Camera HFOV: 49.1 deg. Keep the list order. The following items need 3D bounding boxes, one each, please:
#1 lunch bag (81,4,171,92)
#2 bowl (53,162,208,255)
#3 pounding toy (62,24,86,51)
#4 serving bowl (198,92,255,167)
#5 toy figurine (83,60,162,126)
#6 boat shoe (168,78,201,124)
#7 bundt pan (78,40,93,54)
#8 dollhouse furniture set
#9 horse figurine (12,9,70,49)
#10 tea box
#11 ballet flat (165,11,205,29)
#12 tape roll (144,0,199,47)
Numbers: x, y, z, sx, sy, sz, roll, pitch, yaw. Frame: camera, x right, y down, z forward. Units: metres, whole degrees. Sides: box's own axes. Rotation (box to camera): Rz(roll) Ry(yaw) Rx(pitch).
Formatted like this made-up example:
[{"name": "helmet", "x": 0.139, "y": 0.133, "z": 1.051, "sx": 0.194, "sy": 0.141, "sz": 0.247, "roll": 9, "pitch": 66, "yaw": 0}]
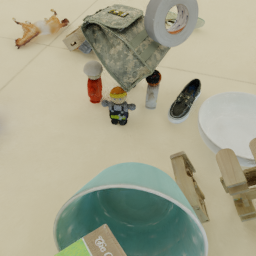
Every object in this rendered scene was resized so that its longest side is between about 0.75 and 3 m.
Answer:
[{"name": "lunch bag", "x": -0.076, "y": -2.498, "z": 7.942, "sx": 2.242, "sy": 1.318, "sz": 1.839, "roll": 46, "pitch": 42, "yaw": -11}, {"name": "bowl", "x": 0.093, "y": 1.733, "z": 5.453, "sx": 2.716, "sy": 2.716, "sz": 1.421, "roll": 6, "pitch": 30, "yaw": 5}, {"name": "pounding toy", "x": -2.117, "y": -3.876, "z": 11.944, "sx": 1.213, "sy": 0.632, "sz": 1.380, "roll": -14, "pitch": 34, "yaw": 39}, {"name": "serving bowl", "x": 3.248, "y": 0.104, "z": 7.976, "sx": 2.640, "sy": 0.868, "sz": 2.640, "roll": 0, "pitch": 47, "yaw": 0}, {"name": "toy figurine", "x": -0.133, "y": -1.408, "z": 8.974, "sx": 2.207, "sy": 1.535, "sz": 2.173, "roll": -25, "pitch": 51, "yaw": -23}, {"name": "boat shoe", "x": 1.861, "y": -0.935, "z": 9.172, "sx": 0.670, "sy": 0.553, "sz": 1.954, "roll": 23, "pitch": 52, "yaw": 21}, {"name": "bundt pan", "x": -1.476, "y": -3.456, "z": 11.370, "sx": 0.431, "sy": 1.150, "sz": 1.150, "roll": 44, "pitch": 51, "yaw": -12}, {"name": "dollhouse furniture set", "x": 2.247, "y": 1.093, "z": 6.361, "sx": 2.193, "sy": 1.922, "sz": 1.457, "roll": -22, "pitch": 45, "yaw": 17}, {"name": "horse figurine", "x": -3.882, "y": -4.585, "z": 12.595, "sx": 2.824, "sy": 0.705, "sz": 1.872, "roll": -20, "pitch": 51, "yaw": -19}, {"name": "tea box", "x": -0.831, "y": 3.175, "z": 3.599, "sx": 2.733, "sy": 2.778, "sz": 1.856, "roll": -29, "pitch": 52, "yaw": -19}, {"name": "ballet flat", "x": 2.572, "y": -4.894, "z": 13.086, "sx": 2.006, "sy": 0.677, "sz": 0.625, "roll": 23, "pitch": 80, "yaw": 25}, {"name": "tape roll", "x": 1.146, "y": -2.902, "z": 7.363, "sx": 1.444, "sy": 1.444, "sz": 0.477, "roll": -22, "pitch": 41, "yaw": -20}]
